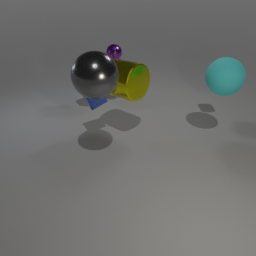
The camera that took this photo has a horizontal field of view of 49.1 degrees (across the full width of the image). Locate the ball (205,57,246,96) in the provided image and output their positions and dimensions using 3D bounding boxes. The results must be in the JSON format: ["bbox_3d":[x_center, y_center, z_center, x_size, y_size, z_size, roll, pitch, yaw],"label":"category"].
[{"bbox_3d":[3.573,-1.882,10.299,1.400,1.400,1.400,0,30,0],"label":"ball"}]

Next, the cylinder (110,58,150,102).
[{"bbox_3d":[-0.124,-1.814,10.499,1.400,1.400,1.400,21,36,36],"label":"cylinder"}]

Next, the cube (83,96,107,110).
[{"bbox_3d":[-1.289,-1.243,10.524,0.700,0.700,0.700,-31,59,-10],"label":"cube"}]

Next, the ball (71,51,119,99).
[{"bbox_3d":[-0.969,-1.543,8.211,1.400,1.400,1.400,0,30,0],"label":"ball"}]

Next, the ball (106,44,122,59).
[{"bbox_3d":[-0.612,-3.324,12.307,0.700,0.700,0.700,0,30,0],"label":"ball"}]
